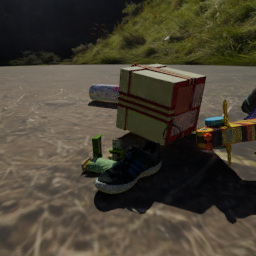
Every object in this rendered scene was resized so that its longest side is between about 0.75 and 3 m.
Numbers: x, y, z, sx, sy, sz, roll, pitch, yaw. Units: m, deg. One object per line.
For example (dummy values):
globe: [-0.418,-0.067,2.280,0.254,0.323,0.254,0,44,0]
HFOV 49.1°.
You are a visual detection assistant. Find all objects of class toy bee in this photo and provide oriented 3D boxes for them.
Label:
toy bee: [2.241,0.281,6.999,2.469,1.616,1.342,-28,5,11]

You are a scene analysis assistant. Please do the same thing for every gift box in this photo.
gift box: [1.097,-0.909,9.891,2.444,2.415,2.617,23,23,34]

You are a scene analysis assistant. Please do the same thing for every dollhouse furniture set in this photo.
dollhouse furniture set: [-0.647,0.662,7.334,0.806,0.618,1.231,4,17,14]

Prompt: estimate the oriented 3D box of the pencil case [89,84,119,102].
pencil case: [-1.093,-1.907,15.678,2.218,1.006,0.922,10,-23,27]

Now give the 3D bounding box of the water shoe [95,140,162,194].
water shoe: [0.018,0.810,6.473,0.734,0.811,2.054,13,21,37]

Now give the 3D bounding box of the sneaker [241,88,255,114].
sneaker: [5.231,-0.432,9.649,2.735,1.084,1.031,30,53,-2]

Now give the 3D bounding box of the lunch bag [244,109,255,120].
lunch bag: [4.199,-0.268,8.812,0.926,0.697,0.435,-38,-19,-3]
